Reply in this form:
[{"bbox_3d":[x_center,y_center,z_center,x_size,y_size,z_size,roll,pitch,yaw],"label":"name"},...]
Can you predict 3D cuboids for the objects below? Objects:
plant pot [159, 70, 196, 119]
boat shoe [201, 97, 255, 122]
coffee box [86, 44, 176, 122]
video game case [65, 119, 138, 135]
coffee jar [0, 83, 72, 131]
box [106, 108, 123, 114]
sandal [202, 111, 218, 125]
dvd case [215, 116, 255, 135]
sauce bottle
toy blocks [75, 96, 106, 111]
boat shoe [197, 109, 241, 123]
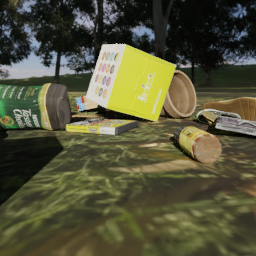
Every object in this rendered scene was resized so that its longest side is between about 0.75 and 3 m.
[{"bbox_3d":[1.578,-1.214,11.474,1.911,1.911,1.667,-9,-4,-43],"label":"plant pot"},{"bbox_3d":[3.931,-0.666,9.965,2.580,0.946,0.809,8,16,44],"label":"boat shoe"},{"bbox_3d":[0.053,-1.682,10.352,2.178,2.175,2.154,14,8,-29],"label":"coffee box"},{"bbox_3d":[-0.729,-0.068,8.539,1.618,0.228,1.790,3,9,21],"label":"video game case"},{"bbox_3d":[-2.987,-0.601,8.156,2.610,1.361,1.114,-1,42,2],"label":"coffee jar"},{"bbox_3d":[-0.394,-1.056,13.450,0.852,0.638,1.702,0,10,15],"label":"box"},{"bbox_3d":[2.848,-0.207,9.223,1.116,0.367,0.409,16,40,-12],"label":"sandal"},{"bbox_3d":[3.266,-0.048,7.775,1.568,0.168,2.109,11,12,18],"label":"dvd case"},{"bbox_3d":[1.274,0.254,5.558,0.549,0.549,1.663,-1,9,-8],"label":"sauce bottle"},{"bbox_3d":[-1.799,-1.323,14.167,1.735,1.269,2.539,-10,6,11],"label":"toy blocks"},{"bbox_3d":[3.088,-0.355,9.534,1.452,0.498,0.411,5,11,12],"label":"boat shoe"}]
